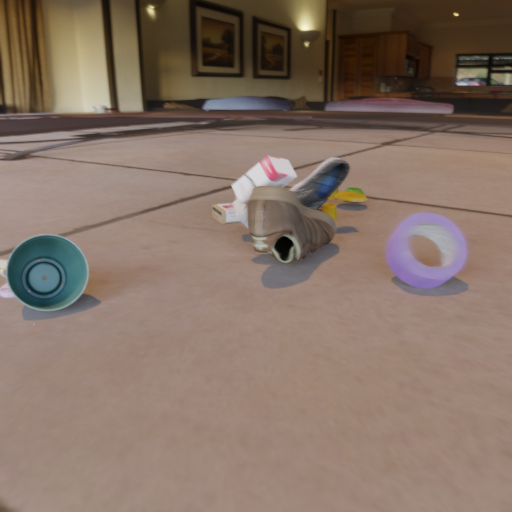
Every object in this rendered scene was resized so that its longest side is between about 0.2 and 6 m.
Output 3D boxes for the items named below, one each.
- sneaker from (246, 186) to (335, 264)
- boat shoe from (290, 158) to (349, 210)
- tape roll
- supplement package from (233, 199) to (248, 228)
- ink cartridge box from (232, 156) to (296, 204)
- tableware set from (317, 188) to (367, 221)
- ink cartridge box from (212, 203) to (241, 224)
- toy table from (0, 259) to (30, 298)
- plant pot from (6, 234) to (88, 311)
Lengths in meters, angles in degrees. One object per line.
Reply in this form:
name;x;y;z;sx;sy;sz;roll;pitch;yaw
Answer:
sneaker;0.635;-0.395;10.887;1.128;1.210;3.202;4;-8;29
boat shoe;1.305;-1.389;12.598;2.111;0.738;0.699;-42;15;-5
tape roll;2.959;-0.093;9.778;1.238;1.238;0.526;-2;-20;-6
supplement package;0.119;-1.147;12.409;1.087;0.595;0.618;-35;37;12
ink cartridge box;0.146;-1.413;10.638;1.003;0.423;0.726;-35;-18;30
tableware set;2.016;-1.477;15.313;1.951;0.445;2.897;8;19;14
ink cartridge box;-0.561;-1.095;14.180;0.931;0.349;0.767;-7;19;-23
toy table;-4.104;0.334;9.721;0.798;0.509;0.868;2;20;6
plant pot;-3.380;0.314;9.014;1.206;1.206;0.808;-10;-5;-26
